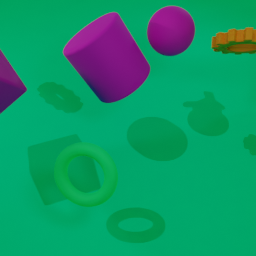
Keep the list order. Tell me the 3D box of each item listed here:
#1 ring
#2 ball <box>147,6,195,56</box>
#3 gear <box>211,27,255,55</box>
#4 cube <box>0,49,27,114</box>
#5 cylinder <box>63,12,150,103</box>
[{"bbox_3d":[-0.735,0.811,4.836,1.157,1.157,0.231,14,14,11],"label":"ring"},{"bbox_3d":[0.920,-2.071,6.026,1.024,1.024,1.024,0,52,0],"label":"ball"},{"bbox_3d":[2.149,-1.595,5.226,1.107,1.107,0.205,3,92,2],"label":"gear"},{"bbox_3d":[-2.947,-0.908,5.158,1.249,1.249,1.249,-39,77,7],"label":"cube"},{"bbox_3d":[-0.420,-1.443,5.859,1.343,1.343,1.343,-26,33,19],"label":"cylinder"}]
